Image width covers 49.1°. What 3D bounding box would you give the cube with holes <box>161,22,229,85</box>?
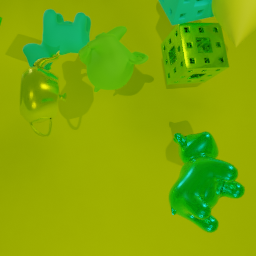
[{"bbox_3d":[1.631,-1.838,7.055,1.131,1.131,1.131,-6,82,-16],"label":"cube with holes"}]

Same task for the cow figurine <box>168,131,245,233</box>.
[{"bbox_3d":[1.051,0.731,4.429,1.478,0.811,1.454,-45,35,-18],"label":"cow figurine"}]

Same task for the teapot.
[{"bbox_3d":[-1.928,-0.812,6.447,1.022,1.298,2.088,3,88,-17],"label":"teapot"}]

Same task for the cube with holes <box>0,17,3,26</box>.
[{"bbox_3d":[-3.933,-2.605,7.151,0.873,0.873,0.873,22,96,38],"label":"cube with holes"}]

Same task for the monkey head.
[{"bbox_3d":[-0.305,-1.496,6.042,1.144,1.899,1.366,52,54,-14],"label":"monkey head"}]

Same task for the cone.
[{"bbox_3d":[2.249,-2.084,5.634,1.286,1.286,1.291,16,62,7],"label":"cone"}]

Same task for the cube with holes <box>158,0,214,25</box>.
[{"bbox_3d":[1.436,-3.321,6.142,1.293,1.293,1.293,-16,66,-12],"label":"cube with holes"}]

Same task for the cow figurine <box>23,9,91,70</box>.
[{"bbox_3d":[-1.736,-2.031,6.981,1.674,0.919,1.647,8,102,6],"label":"cow figurine"}]
